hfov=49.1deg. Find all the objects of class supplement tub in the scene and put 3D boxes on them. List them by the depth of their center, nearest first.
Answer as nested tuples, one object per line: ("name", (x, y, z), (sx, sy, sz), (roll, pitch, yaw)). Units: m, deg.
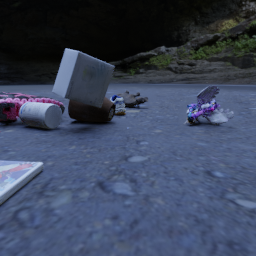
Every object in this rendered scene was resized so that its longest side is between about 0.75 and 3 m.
("supplement tub", (-3.289, -0.484, 10.524), (1.417, 0.935, 0.935), (8, 14, 31))

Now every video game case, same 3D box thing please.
("video game case", (-2.652, 0.947, 5.208), (1.552, 0.196, 1.703), (2, 11, 7))

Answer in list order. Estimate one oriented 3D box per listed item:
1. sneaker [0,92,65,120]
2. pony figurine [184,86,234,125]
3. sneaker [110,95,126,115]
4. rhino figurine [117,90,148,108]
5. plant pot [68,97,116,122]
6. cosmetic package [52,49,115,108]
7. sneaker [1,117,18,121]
("sneaker", (-4.082, -1.033, 11.654), (2.830, 1.118, 1.350), (2, 32, -29))
("pony figurine", (3.140, -0.757, 11.395), (1.818, 1.568, 1.883), (-30, 3, 23))
("sneaker", (-0.625, -1.233, 14.297), (0.805, 0.943, 2.139), (-6, 12, -23))
("rhino figurine", (0.213, -1.679, 16.842), (1.167, 0.798, 2.668), (-28, 28, -36))
("plant pot", (-1.396, -0.862, 11.693), (1.629, 1.523, 1.523), (18, 16, 15))
("cosmetic package", (-1.585, -1.750, 10.052), (1.633, 1.628, 1.004), (13, 9, -42))
("sneaker", (-5.370, -0.974, 12.464), (0.966, 1.166, 2.446), (-2, 13, -18))
